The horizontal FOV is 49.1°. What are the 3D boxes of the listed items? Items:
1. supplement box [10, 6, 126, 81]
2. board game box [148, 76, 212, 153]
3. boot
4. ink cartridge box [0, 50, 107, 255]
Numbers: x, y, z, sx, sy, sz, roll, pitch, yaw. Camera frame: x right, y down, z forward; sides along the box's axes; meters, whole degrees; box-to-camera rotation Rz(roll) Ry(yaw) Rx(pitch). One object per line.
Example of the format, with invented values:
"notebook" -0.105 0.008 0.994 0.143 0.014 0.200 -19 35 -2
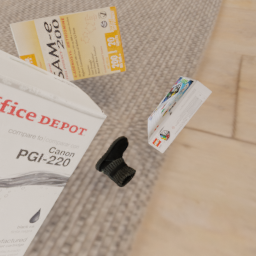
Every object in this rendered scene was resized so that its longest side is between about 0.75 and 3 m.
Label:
"supplement box" -1.359 -1.959 6.791 2.399 1.512 0.882 -11 22 -3
"board game box" 0.811 -0.347 5.008 0.322 1.176 1.863 36 13 -4
"boot" -0.093 0.601 5.087 0.660 0.332 0.883 25 64 30
"ink cartridge box" -1.600 0.376 3.272 1.706 2.342 0.993 20 15 -47
